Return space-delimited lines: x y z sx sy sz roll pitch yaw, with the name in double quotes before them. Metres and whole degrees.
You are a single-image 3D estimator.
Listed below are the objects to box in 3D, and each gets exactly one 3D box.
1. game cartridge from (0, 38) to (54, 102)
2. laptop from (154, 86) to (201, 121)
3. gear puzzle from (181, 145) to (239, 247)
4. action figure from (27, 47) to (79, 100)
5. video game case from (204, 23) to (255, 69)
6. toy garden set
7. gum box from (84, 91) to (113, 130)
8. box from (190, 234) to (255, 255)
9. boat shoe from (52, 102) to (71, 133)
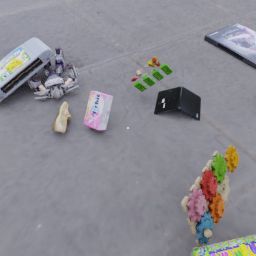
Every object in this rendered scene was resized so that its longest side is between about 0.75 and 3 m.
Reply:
"game cartridge" -3.851 -2.067 9.621 2.577 0.522 1.718 -42 42 -7
"laptop" 1.676 -0.766 9.381 1.341 0.692 1.188 -11 40 26
"gear puzzle" 1.943 1.247 5.873 0.321 1.269 2.451 -3 28 43
"action figure" -2.671 -1.934 9.946 1.729 0.922 2.657 -9 48 -13
"video game case" 5.079 -3.580 11.985 2.109 0.280 2.952 -26 50 -23
"toy garden set" 0.675 -1.769 9.060 1.264 1.054 0.252 -31 62 22
"gum box" -0.899 -0.491 8.383 0.632 1.113 0.368 20 12 35
"box" 2.295 3.043 4.861 2.002 1.221 1.928 -8 47 -9
"boat shoe" -2.012 -0.312 8.722 0.425 0.469 1.316 23 39 -15
